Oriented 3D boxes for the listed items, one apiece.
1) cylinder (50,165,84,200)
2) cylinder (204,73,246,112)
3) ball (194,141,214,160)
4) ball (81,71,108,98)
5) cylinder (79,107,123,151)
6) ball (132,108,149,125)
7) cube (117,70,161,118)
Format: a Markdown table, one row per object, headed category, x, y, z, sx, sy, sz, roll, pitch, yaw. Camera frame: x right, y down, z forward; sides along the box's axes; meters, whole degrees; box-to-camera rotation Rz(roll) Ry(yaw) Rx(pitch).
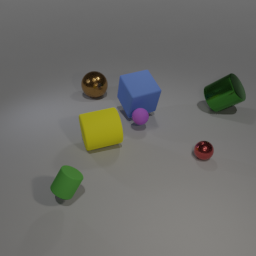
| category | x | y | z | sx | sy | sz | roll | pitch | yaw |
| --- | --- | --- | --- | --- | --- | --- | --- | --- | --- |
| cylinder | -1.724 | 1.533 | 7.910 | 0.700 | 0.700 | 0.700 | 30 | 11 | -6 |
| cylinder | 4.510 | -1.624 | 13.086 | 1.400 | 1.400 | 1.400 | -27 | 10 | 40 |
| ball | 2.738 | 0.805 | 10.109 | 0.700 | 0.700 | 0.700 | 0 | 30 | 0 |
| ball | -1.761 | -2.284 | 14.751 | 1.400 | 1.400 | 1.400 | 0 | 30 | 0 |
| cylinder | -1.036 | 0.031 | 10.626 | 1.400 | 1.400 | 1.400 | -13 | 32 | -13 |
| ball | 0.516 | -0.482 | 11.687 | 0.700 | 0.700 | 0.700 | 0 | 30 | 0 |
| cube | 0.461 | -1.534 | 12.574 | 1.400 | 1.400 | 1.400 | -16 | 58 | -19 |
